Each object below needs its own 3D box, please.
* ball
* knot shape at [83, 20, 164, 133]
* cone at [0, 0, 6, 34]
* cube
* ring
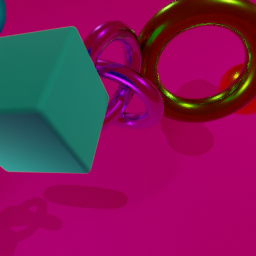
[{"bbox_3d":[2.532,-0.837,6.042,1.130,1.130,1.130,0,52,0],"label":"ball"},{"bbox_3d":[-0.157,-0.380,3.109,1.313,1.228,0.607,-49,23,13],"label":"knot shape"},{"bbox_3d":[-3.471,-2.305,5.346,1.530,1.524,1.524,5,49,31],"label":"cone"},{"bbox_3d":[-0.692,-0.177,2.158,0.782,0.782,0.782,-2,54,18],"label":"cube"},{"bbox_3d":[0.904,-0.763,3.479,1.753,1.753,0.351,2,42,2],"label":"ring"}]
